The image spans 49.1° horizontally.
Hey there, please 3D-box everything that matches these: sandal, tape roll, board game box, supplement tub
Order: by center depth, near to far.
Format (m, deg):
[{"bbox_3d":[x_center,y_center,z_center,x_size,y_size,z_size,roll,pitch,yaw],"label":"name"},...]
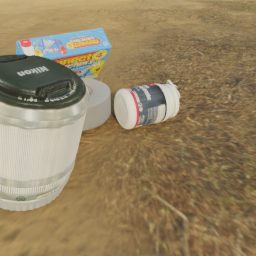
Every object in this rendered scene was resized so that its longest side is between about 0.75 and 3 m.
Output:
[{"bbox_3d":[-1.639,-0.764,8.451,2.246,0.742,2.246,1,31,-1],"label":"tape roll"},{"bbox_3d":[0.550,-0.695,8.539,1.725,1.211,1.211,-13,34,-24],"label":"supplement tub"},{"bbox_3d":[-2.240,-1.984,9.361,2.757,2.699,0.770,-20,78,-27],"label":"board game box"},{"bbox_3d":[1.657,-1.400,9.925,0.191,0.316,0.776,-31,86,-17],"label":"sandal"}]

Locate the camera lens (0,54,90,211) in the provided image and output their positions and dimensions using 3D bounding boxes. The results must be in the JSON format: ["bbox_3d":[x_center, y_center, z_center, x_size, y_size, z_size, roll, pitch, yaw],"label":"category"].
[{"bbox_3d":[-2.033,0.051,5.662,2.150,2.688,2.150,13,33,-9],"label":"camera lens"}]
